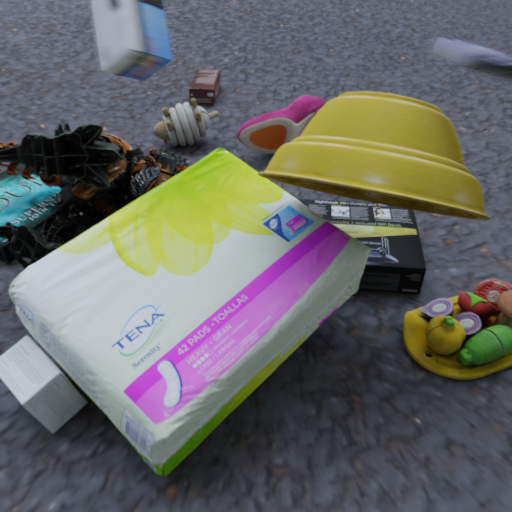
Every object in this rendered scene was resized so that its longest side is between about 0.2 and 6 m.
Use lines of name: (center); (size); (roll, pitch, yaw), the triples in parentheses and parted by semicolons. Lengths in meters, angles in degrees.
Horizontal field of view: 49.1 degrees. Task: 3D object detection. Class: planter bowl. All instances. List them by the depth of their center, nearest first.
planter bowl: (1.574, -1.324, 7.125); (2.943, 1.226, 2.943); (11, 6, -1)

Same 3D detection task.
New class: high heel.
high heel: (0.598, -3.348, 13.583); (3.057, 1.030, 1.467); (-19, 53, -29)

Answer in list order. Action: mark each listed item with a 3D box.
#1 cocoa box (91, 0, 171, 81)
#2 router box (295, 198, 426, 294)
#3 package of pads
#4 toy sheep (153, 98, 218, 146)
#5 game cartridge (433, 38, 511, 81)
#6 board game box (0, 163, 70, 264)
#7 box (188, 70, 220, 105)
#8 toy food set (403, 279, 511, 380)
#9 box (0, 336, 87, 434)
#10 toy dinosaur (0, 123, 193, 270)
cocoa box: (-2.132, -3.850, 9.589); (0.892, 1.338, 0.878); (-17, -9, 43)
router box: (1.700, -0.231, 10.179); (2.435, 0.636, 1.915); (4, 39, 5)
package of pads: (-0.894, 0.429, 8.063); (3.207, 1.416, 4.152); (37, 58, 23)
toy sheep: (-1.673, -3.181, 13.449); (1.608, 1.108, 1.108); (-15, 41, -3)
game cartridge: (2.731, -2.100, 6.184); (1.366, 0.262, 0.885); (10, 32, -14)
board game box: (-4.612, -1.216, 11.542); (2.182, 0.454, 3.226); (21, 43, 23)
box: (-1.439, -4.792, 15.892); (0.703, 0.526, 1.404); (4, 38, 4)
toy food set: (3.526, 0.900, 8.628); (2.589, 0.846, 1.523); (-15, 42, -18)
box: (-2.896, 1.722, 7.502); (0.916, 0.921, 0.602); (33, 63, 33)
toy dinosaur: (-2.847, -1.115, 10.255); (5.493, 2.806, 3.728); (-5, 19, 11)
